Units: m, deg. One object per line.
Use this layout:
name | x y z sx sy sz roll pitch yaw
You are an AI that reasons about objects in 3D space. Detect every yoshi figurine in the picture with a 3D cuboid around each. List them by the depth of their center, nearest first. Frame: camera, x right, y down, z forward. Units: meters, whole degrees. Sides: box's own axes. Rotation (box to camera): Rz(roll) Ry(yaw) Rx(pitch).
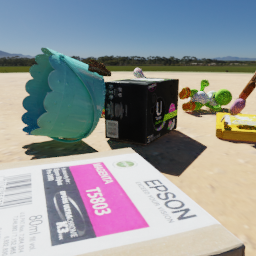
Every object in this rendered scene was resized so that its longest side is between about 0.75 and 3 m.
yoshi figurine | 3.645 -1.368 12.556 2.492 1.400 1.395 -4 30 -26

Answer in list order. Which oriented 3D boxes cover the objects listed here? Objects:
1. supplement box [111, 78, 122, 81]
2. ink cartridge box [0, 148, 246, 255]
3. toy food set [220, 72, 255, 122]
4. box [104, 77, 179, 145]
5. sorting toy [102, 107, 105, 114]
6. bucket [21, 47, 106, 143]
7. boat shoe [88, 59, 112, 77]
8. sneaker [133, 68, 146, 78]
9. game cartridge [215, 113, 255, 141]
supplement box | -0.093 -1.036 10.475 1.020 1.520 1.518 5 15 21
ink cartridge box | -0.502 1.116 3.044 2.160 0.985 2.622 -6 14 -19
toy food set | 3.517 -0.987 8.340 0.321 2.041 1.297 36 20 13
box | 0.483 -0.633 8.513 1.425 1.702 2.292 8 16 30
sorting toy | -1.398 -1.010 12.351 1.611 0.561 1.601 1 14 3
bucket | -1.818 -0.817 7.745 1.614 2.480 2.480 10 7 -32
boat shoe | -0.686 -1.535 7.193 0.311 0.293 0.863 0 -5 29
sneaker | 0.523 -1.890 10.240 0.296 0.786 0.411 -38 27 32
game cartridge | 3.896 -0.060 8.966 2.084 0.383 2.364 4 14 16
